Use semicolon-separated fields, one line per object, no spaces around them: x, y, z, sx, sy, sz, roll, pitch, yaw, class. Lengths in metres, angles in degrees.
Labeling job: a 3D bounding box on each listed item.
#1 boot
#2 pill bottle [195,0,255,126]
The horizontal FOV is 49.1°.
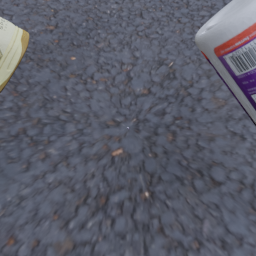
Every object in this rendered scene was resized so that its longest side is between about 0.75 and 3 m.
-2.694;-0.779;3.714;2.337;1.816;0.851;-49;37;14;boot
2.244;-0.691;3.940;2.568;1.430;1.430;49;57;-14;pill bottle
